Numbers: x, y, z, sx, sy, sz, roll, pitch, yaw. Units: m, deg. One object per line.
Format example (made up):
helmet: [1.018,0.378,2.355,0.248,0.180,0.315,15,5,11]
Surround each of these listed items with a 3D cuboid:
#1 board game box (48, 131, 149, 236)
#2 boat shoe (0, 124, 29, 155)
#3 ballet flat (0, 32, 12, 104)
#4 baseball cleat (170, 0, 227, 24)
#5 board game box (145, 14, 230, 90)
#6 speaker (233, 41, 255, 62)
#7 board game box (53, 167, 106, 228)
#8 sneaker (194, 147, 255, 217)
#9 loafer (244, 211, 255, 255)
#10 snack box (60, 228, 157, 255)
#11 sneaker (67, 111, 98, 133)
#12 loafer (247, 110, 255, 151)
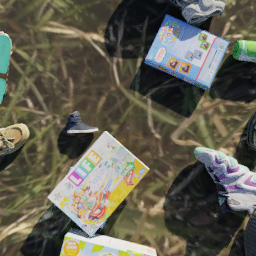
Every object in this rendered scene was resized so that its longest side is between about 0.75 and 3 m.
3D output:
board game box: [-0.831,1.571,8.045,1.674,0.426,2.490,40,89,3]
boat shoe: [-3.985,0.520,8.359,2.109,0.661,0.773,-29,86,-2]
ballet flat: [-4.199,-1.622,8.531,0.860,1.018,2.692,7,80,30]
baseball cleat: [1.573,-4.134,8.548,2.983,1.040,1.588,11,85,2]
board game box: [1.821,-2.354,8.722,2.137,0.391,1.617,25,86,2]
speaker: [4.014,-2.316,8.622,1.400,0.619,0.619,8,85,1]
board game box: [-1.229,2.073,8.417,1.630,0.298,1.233,25,86,3]
sneaker: [2.755,1.736,8.119,2.442,0.949,1.708,29,85,3]
loafer: [4.019,3.698,8.036,0.990,1.069,2.842,8,89,-21]
snack box: [-0.710,4.314,7.934,2.647,0.896,2.232,14,86,0]
sneaker: [-1.392,-0.179,8.567,0.947,0.360,0.684,0,88,1]
loafer: [4.460,-0.525,8.355,0.953,0.834,2.652,31,86,2]
